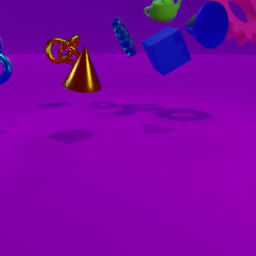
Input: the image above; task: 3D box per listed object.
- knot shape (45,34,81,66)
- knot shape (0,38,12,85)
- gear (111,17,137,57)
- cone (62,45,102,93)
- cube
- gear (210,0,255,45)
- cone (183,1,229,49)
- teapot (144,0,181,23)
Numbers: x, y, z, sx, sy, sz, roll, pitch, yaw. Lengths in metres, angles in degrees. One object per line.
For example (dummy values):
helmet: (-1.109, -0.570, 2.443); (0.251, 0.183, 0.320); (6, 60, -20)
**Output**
knot shape: (-2.393, -2.970, 11.068); (1.534, 1.436, 0.709); (-27, 60, -2)
knot shape: (-3.542, -1.859, 7.036); (0.649, 1.314, 1.404); (-11, -35, 37)
gear: (-0.130, -3.425, 10.615); (0.275, 1.484, 1.484); (-24, 11, 16)
cone: (-1.084, -1.515, 6.874); (1.016, 1.019, 1.016); (7, 27, -4)
cube: (1.413, -2.889, 10.438); (1.226, 1.226, 1.226); (-30, 27, 2)
gear: (3.296, -3.480, 8.376); (1.989, 1.989, 0.368); (-8, -12, -25)
cone: (1.750, -2.575, 7.094); (1.079, 1.079, 1.083); (-9, 20, -28)
teapot: (1.114, -3.689, 8.611); (1.351, 0.662, 0.840); (-18, 45, -13)
